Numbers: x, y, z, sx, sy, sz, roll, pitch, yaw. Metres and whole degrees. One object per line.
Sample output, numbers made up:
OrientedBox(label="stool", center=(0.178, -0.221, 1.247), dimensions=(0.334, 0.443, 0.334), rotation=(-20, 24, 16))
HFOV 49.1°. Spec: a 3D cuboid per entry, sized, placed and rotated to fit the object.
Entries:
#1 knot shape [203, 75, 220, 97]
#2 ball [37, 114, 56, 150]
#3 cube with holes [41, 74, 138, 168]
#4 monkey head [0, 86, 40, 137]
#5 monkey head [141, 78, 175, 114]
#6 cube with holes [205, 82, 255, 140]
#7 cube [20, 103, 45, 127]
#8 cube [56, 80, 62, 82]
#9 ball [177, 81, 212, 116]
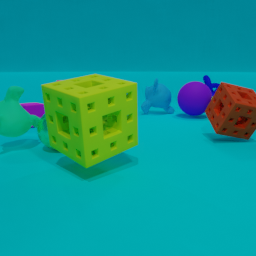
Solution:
OrientedBox(label="knot shape", center=(3.730, -1.779, 12.951), dimensions=(0.684, 1.385, 1.480), rotation=(12, 42, 43))
OrientedBox(label="ball", center=(-1.612, 0.035, 6.504), dimensions=(0.956, 0.956, 0.956), rotation=(0, 13, 0))
OrientedBox(label="cube with holes", center=(-0.664, -0.216, 5.081), dimensions=(1.196, 1.196, 1.196), rotation=(-21, 30, -39))
OrientedBox(label="monkey head", center=(-2.607, -0.333, 6.413), dimensions=(0.903, 1.078, 1.498), rotation=(47, 25, 22))
OrientedBox(label="monkey head", center=(1.143, -1.134, 11.204), dimensions=(1.049, 1.741, 1.252), rotation=(0, 46, 42))
OrientedBox(label="cube with holes", center=(2.723, -0.431, 7.128), dimensions=(0.956, 0.956, 0.956), rotation=(10, 37, -14))
OrientedBox(label="cube", center=(-3.149, -0.433, 9.117), dimensions=(0.707, 0.707, 0.707), rotation=(-10, 15, -44))
OrientedBox(label="cube", center=(-1.867, -1.131, 10.748), dimensions=(1.295, 1.295, 1.295), rotation=(-11, 20, -42))
OrientedBox(label="ball", center=(2.501, -1.105, 10.519), dimensions=(1.287, 1.287, 1.287), rotation=(0, 13, 0))
